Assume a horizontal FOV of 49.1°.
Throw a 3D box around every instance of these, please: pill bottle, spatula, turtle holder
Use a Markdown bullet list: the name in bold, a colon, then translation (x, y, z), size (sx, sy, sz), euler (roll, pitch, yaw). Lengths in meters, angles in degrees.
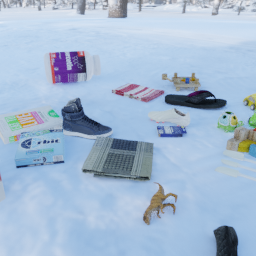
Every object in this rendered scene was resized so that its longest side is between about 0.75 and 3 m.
- **pill bottle**: translation (-3.061, -3.397, 15.508), size (2.968, 1.669, 1.669), euler (-7, 28, -13)
- **spatula**: translation (3.654, 1.189, 8.319), size (1.832, 0.147, 1.274), euler (15, 30, 27)
- **turtle holder**: translation (3.795, -0.227, 10.486), size (0.710, 0.664, 0.935), euler (-4, 27, -8)

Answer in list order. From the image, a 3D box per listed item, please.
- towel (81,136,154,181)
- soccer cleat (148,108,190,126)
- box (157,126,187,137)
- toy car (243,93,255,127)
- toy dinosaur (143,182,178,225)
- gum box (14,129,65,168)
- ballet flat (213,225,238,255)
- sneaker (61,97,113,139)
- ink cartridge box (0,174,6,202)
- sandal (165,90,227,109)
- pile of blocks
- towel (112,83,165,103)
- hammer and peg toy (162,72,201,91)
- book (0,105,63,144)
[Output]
- **towel**: translation (-0.244, 0.944, 8.687), size (2.050, 0.368, 2.129), euler (7, 26, 6)
- **soccer cleat**: translation (1.616, -0.513, 11.027), size (1.749, 0.678, 0.606), euler (14, 30, 26)
- **box**: translation (1.617, 0.126, 10.337), size (1.047, 0.170, 0.634), euler (-1, 28, 1)
- **toy car**: translation (5.788, -0.706, 11.426), size (2.897, 0.646, 2.726), euler (23, 35, 38)
- **toy dinosaur**: translation (0.807, 1.723, 6.935), size (0.827, 0.471, 1.558), euler (9, 28, 19)
- **gum box**: translation (-2.821, 0.617, 9.155), size (1.437, 0.377, 1.691), euler (-5, 28, -10)
- **ballet flat**: translation (1.845, 2.585, 5.416), size (0.478, 0.559, 1.683), euler (-31, 9, 32)
- **sneaker**: translation (-1.481, -0.358, 10.004), size (1.903, 1.375, 0.723), euler (5, 26, 6)
- **ink cartridge box**: translation (-4.055, 1.212, 7.042), size (1.737, 1.253, 0.727), euler (13, 28, 24)
- **sandal**: translation (3.048, -1.348, 12.649), size (2.785, 0.667, 1.047), euler (6, 28, 11)
- **pile of blocks**: translation (4.752, 0.381, 9.009), size (2.962, 0.921, 1.216), euler (-1, 26, 0)
- **towel**: translation (0.494, -1.852, 14.099), size (2.239, 0.255, 1.613), euler (19, 32, 32)
- **hammer and peg toy**: translation (2.761, -2.418, 14.744), size (1.911, 0.674, 1.406), euler (-1, 29, -1)
- **book**: translation (-3.721, -0.147, 10.579), size (2.200, 0.529, 1.470), euler (-18, 39, -31)
